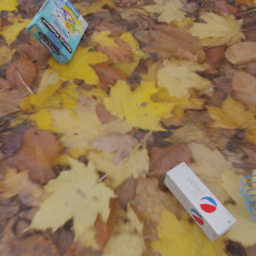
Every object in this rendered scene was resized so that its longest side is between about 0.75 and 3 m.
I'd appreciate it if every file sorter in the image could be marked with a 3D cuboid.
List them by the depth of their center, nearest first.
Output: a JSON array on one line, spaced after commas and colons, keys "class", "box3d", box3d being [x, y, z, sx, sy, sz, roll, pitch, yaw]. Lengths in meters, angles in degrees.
[{"class": "file sorter", "box3d": [3.151, 1.683, 6.732, 0.602, 0.981, 0.680, -16, 29, 30]}]

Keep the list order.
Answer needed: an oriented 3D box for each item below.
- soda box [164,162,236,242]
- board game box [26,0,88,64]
[{"class": "soda box", "box3d": [1.724, 1.798, 6.971, 0.598, 0.640, 1.878, -29, 59, -19]}, {"class": "board game box", "box3d": [-2.485, -3.736, 10.266, 0.525, 1.689, 2.237, -14, 46, 33]}]
